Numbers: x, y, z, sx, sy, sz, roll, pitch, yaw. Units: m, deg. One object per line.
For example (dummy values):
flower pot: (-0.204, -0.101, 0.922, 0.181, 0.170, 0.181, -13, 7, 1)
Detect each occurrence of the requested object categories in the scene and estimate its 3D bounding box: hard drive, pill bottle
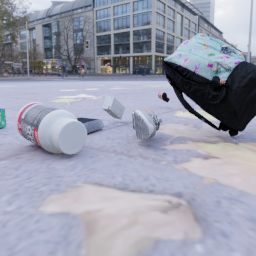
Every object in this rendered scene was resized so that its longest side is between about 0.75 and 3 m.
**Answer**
hard drive: (-1.482, -0.055, 8.259, 1.011, 0.317, 1.498, 7, 13, 29)
pill bottle: (-1.717, 0.012, 6.316, 0.974, 0.974, 1.760, -11, 20, -43)

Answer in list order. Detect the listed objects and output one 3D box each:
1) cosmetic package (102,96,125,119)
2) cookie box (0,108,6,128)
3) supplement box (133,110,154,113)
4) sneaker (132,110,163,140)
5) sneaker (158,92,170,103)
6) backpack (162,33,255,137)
cosmetic package: (-0.466, -0.668, 9.392, 0.346, 0.474, 0.933, 10, -16, 27)
cookie box: (-4.833, -0.236, 8.376, 1.452, 0.638, 1.698, 7, 14, 23)
supplement box: (0.537, -0.458, 9.900, 0.779, 0.259, 0.268, 1, 42, -21)
sneaker: (0.528, -0.179, 7.047, 0.745, 0.679, 1.818, -6, 12, -4)
sneaker: (1.623, -1.541, 13.378, 0.531, 0.331, 0.991, 35, 2, 27)
backpack: (2.263, -1.338, 7.668, 1.710, 2.254, 2.702, -40, 50, -8)
